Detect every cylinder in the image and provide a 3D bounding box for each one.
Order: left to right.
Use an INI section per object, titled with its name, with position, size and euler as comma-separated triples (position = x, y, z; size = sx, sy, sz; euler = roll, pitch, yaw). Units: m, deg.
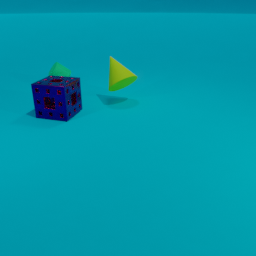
[cylinder]
position = -3.037, -2.432, 12.470
size = 0.740, 0.740, 0.740
euler = 30, 10, -30

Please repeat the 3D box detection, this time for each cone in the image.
[cone]
position = -0.439, -2.234, 10.799
size = 1.223, 1.228, 1.223
euler = -24, -6, -3

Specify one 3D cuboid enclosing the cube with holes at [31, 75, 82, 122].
[cube with holes]
position = -2.432, -1.065, 9.769
size = 1.206, 1.206, 1.206
euler = 7, 26, 15
